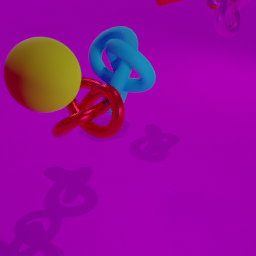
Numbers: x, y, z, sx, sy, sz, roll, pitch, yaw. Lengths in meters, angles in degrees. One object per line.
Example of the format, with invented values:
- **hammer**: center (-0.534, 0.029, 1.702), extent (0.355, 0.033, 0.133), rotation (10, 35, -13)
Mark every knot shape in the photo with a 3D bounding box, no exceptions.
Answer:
- **knot shape**: center (-0.675, -0.400, 4.818), extent (1.375, 0.635, 1.287), rotation (-16, 48, 16)
- **knot shape**: center (2.519, -3.158, 7.026), extent (0.852, 1.726, 1.844), rotation (0, 10, 4)
- **knot shape**: center (-0.227, -1.352, 5.916), extent (0.862, 1.865, 1.745), rotation (-9, 67, -25)

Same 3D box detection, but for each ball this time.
- **ball**: center (-1.197, -0.742, 3.973), extent (1.046, 1.046, 1.046), rotation (0, 34, 0)

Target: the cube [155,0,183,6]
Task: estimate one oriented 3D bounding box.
- **cube**: center (1.160, -4.079, 7.505), extent (0.986, 0.986, 0.986), rotation (-19, 77, -13)
